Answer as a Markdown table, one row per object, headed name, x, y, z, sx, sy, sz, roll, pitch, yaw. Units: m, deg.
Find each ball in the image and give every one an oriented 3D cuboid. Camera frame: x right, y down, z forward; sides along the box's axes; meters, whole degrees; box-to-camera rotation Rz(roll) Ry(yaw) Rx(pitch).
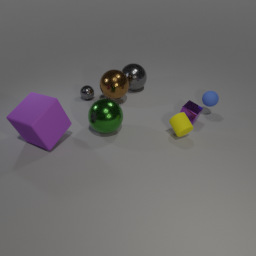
| name | x | y | z | sx | sy | sz | roll | pitch | yaw |
| --- | --- | --- | --- | --- | --- | --- | --- | --- | --- |
| ball | 0.277 | -2.649 | 14.575 | 1.400 | 1.400 | 1.400 | 0 | 33 | 0 |
| ball | 3.589 | -1.274 | 12.203 | 0.700 | 0.700 | 0.700 | 0 | 33 | 0 |
| ball | -2.007 | -1.751 | 13.789 | 0.700 | 0.700 | 0.700 | 0 | 33 | 0 |
| ball | -0.887 | -0.475 | 11.132 | 1.400 | 1.400 | 1.400 | 0 | 33 | 0 |
| ball | -0.637 | -2.049 | 13.190 | 1.400 | 1.400 | 1.400 | 0 | 33 | 0 |

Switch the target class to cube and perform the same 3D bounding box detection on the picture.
| name | x | y | z | sx | sy | sz | roll | pitch | yaw |
| --- | --- | --- | --- | --- | --- | --- | --- | --- | --- |
| cube | 2.631 | -0.623 | 11.877 | 0.700 | 0.700 | 0.700 | 34 | 44 | 17 |
| cube | -3.232 | -0.270 | 10.345 | 1.400 | 1.400 | 1.400 | 15 | 56 | 30 |

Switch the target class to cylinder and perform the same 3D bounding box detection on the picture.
| name | x | y | z | sx | sy | sz | roll | pitch | yaw |
| --- | --- | --- | --- | --- | --- | --- | --- | --- | --- |
| cylinder | 2.062 | -0.131 | 10.873 | 0.700 | 0.700 | 0.700 | -16 | 66 | -24 |
